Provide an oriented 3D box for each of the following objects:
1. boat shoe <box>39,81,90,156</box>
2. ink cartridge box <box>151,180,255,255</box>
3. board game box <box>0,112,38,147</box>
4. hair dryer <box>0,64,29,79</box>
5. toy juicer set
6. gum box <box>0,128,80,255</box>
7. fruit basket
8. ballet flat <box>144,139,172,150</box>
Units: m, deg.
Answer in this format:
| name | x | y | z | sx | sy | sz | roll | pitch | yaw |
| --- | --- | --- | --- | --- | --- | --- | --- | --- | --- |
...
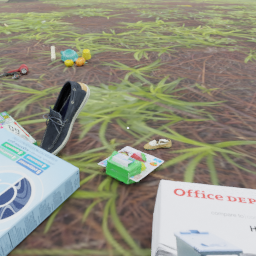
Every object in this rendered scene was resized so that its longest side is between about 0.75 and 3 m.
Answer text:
| name | x | y | z | sx | sy | sz | roll | pitch | yaw |
| --- | --- | --- | --- | --- | --- | --- | --- | --- | --- |
| boat shoe | -1.810 | -0.257 | 7.383 | 0.833 | 2.232 | 0.695 | 30 | 2 | 38 |
| ink cartridge box | 1.366 | 2.196 | 3.823 | 2.103 | 1.233 | 2.872 | 5 | 35 | 4 |
| board game box | -3.810 | 0.309 | 7.978 | 1.577 | 0.341 | 2.343 | -23 | 38 | -35 |
| hair dryer | -5.169 | -2.688 | 12.983 | 1.102 | 0.393 | 1.447 | 10 | 31 | 19 |
| toy juicer set | -3.082 | -3.541 | 14.362 | 2.176 | 0.592 | 1.384 | 8 | 49 | 5 |
| gum box | -2.855 | 1.336 | 5.630 | 2.463 | 0.646 | 2.899 | 23 | 39 | 23 |
| fruit basket | 0.092 | 0.811 | 6.899 | 1.171 | 0.593 | 1.264 | 21 | 33 | 31 |
| ballet flat | 0.830 | 0.435 | 7.850 | 0.790 | 0.249 | 0.271 | -5 | 31 | -8 |
